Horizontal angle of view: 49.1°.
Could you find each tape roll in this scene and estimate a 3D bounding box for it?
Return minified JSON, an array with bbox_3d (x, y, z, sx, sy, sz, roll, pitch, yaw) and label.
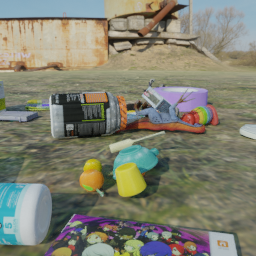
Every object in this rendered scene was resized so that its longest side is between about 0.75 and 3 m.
[{"bbox_3d":[2.526,-1.466,13.755,2.653,0.870,2.653,0,14,0],"label":"tape roll"}]

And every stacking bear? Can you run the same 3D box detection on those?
[{"bbox_3d":[2.469,-0.373,9.993,1.300,0.739,0.789,-14,19,-28],"label":"stacking bear"}]

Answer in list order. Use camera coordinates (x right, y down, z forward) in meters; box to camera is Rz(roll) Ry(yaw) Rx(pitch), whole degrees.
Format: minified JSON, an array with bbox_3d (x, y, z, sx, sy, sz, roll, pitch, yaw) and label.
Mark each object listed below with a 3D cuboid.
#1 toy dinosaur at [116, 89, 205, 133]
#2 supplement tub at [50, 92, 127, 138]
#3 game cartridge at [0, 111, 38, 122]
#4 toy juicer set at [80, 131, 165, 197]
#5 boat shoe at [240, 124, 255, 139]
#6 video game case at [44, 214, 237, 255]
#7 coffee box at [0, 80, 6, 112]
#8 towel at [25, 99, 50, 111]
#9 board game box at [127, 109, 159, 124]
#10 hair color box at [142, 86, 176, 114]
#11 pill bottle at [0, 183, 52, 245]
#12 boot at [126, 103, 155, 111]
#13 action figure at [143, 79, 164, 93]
[{"bbox_3d":[1.296,-0.147,9.313,2.264,2.495,1.310,37,1,21],"label":"toy dinosaur"},{"bbox_3d":[-1.231,-0.415,8.661,2.243,1.374,1.374,-3,15,-13],"label":"supplement tub"},{"bbox_3d":[-4.500,-0.461,11.125,1.518,0.291,0.984,2,19,9],"label":"game cartridge"},{"bbox_3d":[-0.101,0.777,5.852,1.510,0.646,2.374,-13,13,23],"label":"toy juicer set"},{"bbox_3d":[4.505,-0.015,8.338,2.151,0.766,0.750,6,16,22],"label":"boat shoe"},{"bbox_3d":[0.067,1.626,2.785,2.114,0.379,1.916,3,15,13],"label":"video game case"},{"bbox_3d":[-6.142,-1.210,11.526,1.490,1.476,1.493,2,15,7],"label":"coffee box"},{"bbox_3d":[-4.241,-1.169,13.850,1.565,0.248,2.180,-3,15,-14],"label":"towel"},{"bbox_3d":[0.523,-0.400,10.667,1.978,0.339,1.330,-7,16,-25],"label":"board game box"},{"bbox_3d":[1.118,-0.861,9.715,0.711,0.435,1.435,47,12,28],"label":"hair color box"},{"bbox_3d":[-1.839,1.148,3.802,1.440,0.798,0.798,0,15,2],"label":"pill bottle"},{"bbox_3d":[0.299,-0.942,12.400,1.506,0.548,1.600,-5,15,-19],"label":"boot"},{"bbox_3d":[1.729,-2.393,17.018,1.131,0.971,1.903,17,-1,-38],"label":"action figure"}]
